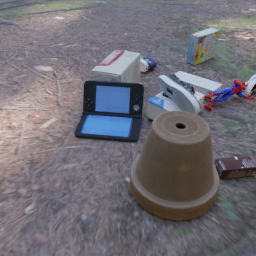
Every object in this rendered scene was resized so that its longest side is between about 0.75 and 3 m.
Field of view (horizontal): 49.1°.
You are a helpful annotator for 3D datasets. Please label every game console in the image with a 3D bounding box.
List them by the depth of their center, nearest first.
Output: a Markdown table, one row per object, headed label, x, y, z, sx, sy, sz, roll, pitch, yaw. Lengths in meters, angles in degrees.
| label | x | y | z | sx | sy | sz | roll | pitch | yaw |
| --- | --- | --- | --- | --- | --- | --- | --- | --- | --- |
| game console | -0.642 | -0.672 | 10.018 | 2.285 | 1.951 | 1.352 | 4 | 9 | 6 |

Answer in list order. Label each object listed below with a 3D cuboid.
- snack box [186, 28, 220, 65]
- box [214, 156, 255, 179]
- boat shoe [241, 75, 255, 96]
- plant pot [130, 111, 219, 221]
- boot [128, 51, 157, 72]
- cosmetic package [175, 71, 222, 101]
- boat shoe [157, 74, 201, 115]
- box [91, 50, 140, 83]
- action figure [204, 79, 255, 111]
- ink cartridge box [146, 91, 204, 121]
| label | x | y | z | sx | sy | sz | roll | pitch | yaw |
| --- | --- | --- | --- | --- | --- | --- | --- | --- | --- |
| snack box | 3.980 | -4.335 | 14.841 | 1.806 | 1.523 | 0.611 | -28 | 47 | -32 |
| box | 3.144 | 1.151 | 8.227 | 1.069 | 0.401 | 0.535 | -6 | 37 | -5 |
| boat shoe | 5.525 | -1.827 | 12.181 | 0.666 | 0.577 | 1.562 | 29 | 47 | 36 |
| plant pot | 1.279 | 0.785 | 7.273 | 2.428 | 2.117 | 2.428 | 1 | 36 | -1 |
| boot | 0.532 | -3.471 | 14.481 | 0.887 | 0.715 | 1.965 | -21 | 48 | -38 |
| cosmetic package | 2.924 | -1.867 | 12.270 | 2.109 | 0.534 | 0.870 | 26 | 43 | 32 |
| boat shoe | 1.916 | -1.268 | 9.795 | 0.786 | 0.830 | 2.374 | -24 | 38 | -13 |
| box | -0.440 | -2.130 | 11.816 | 1.277 | 1.499 | 2.345 | 13 | 38 | 17 |
| action figure | 4.246 | -1.318 | 11.197 | 2.312 | 0.754 | 1.144 | -28 | 36 | -25 |
| ink cartridge box | 1.791 | -0.836 | 10.563 | 1.364 | 0.794 | 1.886 | 30 | 45 | 28 |
